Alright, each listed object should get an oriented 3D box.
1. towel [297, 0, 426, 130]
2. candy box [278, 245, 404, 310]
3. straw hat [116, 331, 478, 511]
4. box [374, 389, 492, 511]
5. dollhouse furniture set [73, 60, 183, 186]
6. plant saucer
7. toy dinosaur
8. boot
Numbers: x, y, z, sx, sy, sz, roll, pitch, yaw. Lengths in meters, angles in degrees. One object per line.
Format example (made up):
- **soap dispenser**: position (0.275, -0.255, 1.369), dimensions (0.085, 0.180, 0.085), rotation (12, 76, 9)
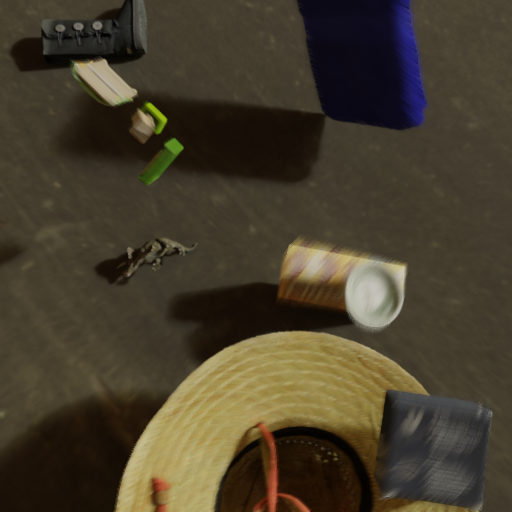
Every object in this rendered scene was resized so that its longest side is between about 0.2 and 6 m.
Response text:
- **towel**: position (1.768, -3.761, 9.481), dimensions (0.773, 3.120, 2.304), rotation (-36, 37, -24)
- **candy box**: position (1.293, 0.414, 8.788), dimensions (1.793, 1.035, 0.496), rotation (11, 63, 1)
- **straw hat**: position (0.409, 3.198, 7.150), dimensions (4.269, 1.807, 4.269), rotation (3, 60, -4)
- **box**: position (1.971, 2.155, 6.333), dimensions (1.060, 0.633, 1.078), rotation (8, 86, 2)
- **dollhouse furniture set**: position (-1.952, -1.948, 8.128), dimensions (1.814, 0.700, 0.907), rotation (44, 26, -9)
- **plant saucer**: position (1.644, 0.546, 8.012), dimensions (0.936, 0.235, 0.936), rotation (2, 84, -17)
- **toy dinosaur**: position (-1.666, -0.116, 9.521), dimensions (1.376, 0.529, 0.704), rotation (-31, 34, -28)
- **boot**: position (-3.435, -4.892, 11.885), dimensions (2.105, 0.691, 1.735), rotation (-7, 62, 2)
